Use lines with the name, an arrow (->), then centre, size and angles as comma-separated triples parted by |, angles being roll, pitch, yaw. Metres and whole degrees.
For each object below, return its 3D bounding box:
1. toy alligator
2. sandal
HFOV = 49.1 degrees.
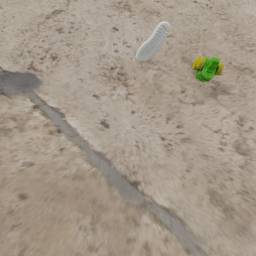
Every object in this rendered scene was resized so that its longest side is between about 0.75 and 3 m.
toy alligator -> 2.414, -1.798, 8.967 | 0.738, 0.676, 2.490 | 19, 7, -2
sandal -> 0.928, -3.147, 10.258 | 0.686, 1.686, 0.414 | 27, 30, -32
